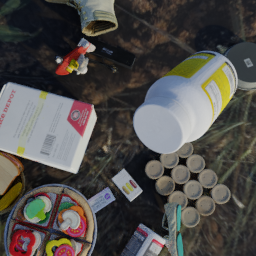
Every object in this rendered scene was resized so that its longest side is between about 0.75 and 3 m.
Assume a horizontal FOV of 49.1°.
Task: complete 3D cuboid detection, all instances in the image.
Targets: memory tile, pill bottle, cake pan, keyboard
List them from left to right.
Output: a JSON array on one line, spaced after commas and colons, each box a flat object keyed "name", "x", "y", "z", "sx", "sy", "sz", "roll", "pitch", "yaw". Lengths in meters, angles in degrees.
[{"name": "keyboard", "x": -0.824, "y": -2.562, "z": 10.038, "sx": 2.107, "sy": 0.217, "sz": 1.339, "roll": 21, "pitch": 50, "yaw": 0}, {"name": "pill bottle", "x": 0.302, "y": 3.730, "z": 8.135, "sx": 0.904, "sy": 0.904, "sz": 1.633, "roll": 33, "pitch": 76, "yaw": 9}, {"name": "memory tile", "x": 1.887, "y": 1.749, "z": 9.072, "sx": 1.884, "sy": 0.206, "sz": 2.457, "roll": -35, "pitch": 78, "yaw": -9}, {"name": "pill bottle", "x": 1.377, "y": -0.651, "z": 6.583, "sx": 1.595, "sy": 1.595, "sz": 2.867, "roll": 40, "pitch": 46, "yaw": 10}, {"name": "cake pan", "x": 4.321, "y": -2.302, "z": 10.154, "sx": 1.889, "sy": 0.346, "sz": 1.889, "roll": 0, "pitch": 74, "yaw": 0}]

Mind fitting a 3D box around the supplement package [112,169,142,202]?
[{"name": "supplement package", "x": -0.025, "y": 1.819, "z": 8.893, "sx": 0.518, "sy": 0.499, "sz": 0.911, "roll": -40, "pitch": 78, "yaw": -10}]

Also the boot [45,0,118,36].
[{"name": "boot", "x": -1.810, "y": -4.488, "z": 10.396, "sx": 2.779, "sy": 1.001, "sz": 2.149, "roll": -4, "pitch": 70, "yaw": -5}]

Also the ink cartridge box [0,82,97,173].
[{"name": "ink cartridge box", "x": -2.750, "y": -0.003, "z": 9.032, "sx": 2.923, "sy": 1.219, "sz": 2.122, "roll": 16, "pitch": 75, "yaw": 5}]

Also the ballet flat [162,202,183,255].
[{"name": "ballet flat", "x": 1.336, "y": 3.161, "z": 8.487, "sx": 0.629, "sy": 0.629, "sz": 1.811, "roll": 0, "pitch": 82, "yaw": 0}]

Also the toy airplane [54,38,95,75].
[{"name": "toy airplane", "x": -1.698, "y": -2.369, "z": 9.658, "sx": 1.431, "sy": 1.014, "sz": 1.437, "roll": -8, "pitch": 40, "yaw": 37}]

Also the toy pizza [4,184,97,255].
[{"name": "toy pizza", "x": -2.286, "y": 2.995, "z": 8.129, "sx": 2.750, "sy": 0.436, "sz": 2.750, "roll": -1, "pitch": 71, "yaw": 3}]

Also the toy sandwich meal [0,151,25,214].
[{"name": "toy sandwich meal", "x": -4.130, "y": 1.750, "z": 8.765, "sx": 1.985, "sy": 0.680, "sz": 1.985, "roll": 0, "pitch": 78, "yaw": 0}]

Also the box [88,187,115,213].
[{"name": "box", "x": -1.453, "y": 2.646, "z": 8.688, "sx": 2.256, "sy": 0.436, "sz": 0.467, "roll": -31, "pitch": 76, "yaw": -8}]
